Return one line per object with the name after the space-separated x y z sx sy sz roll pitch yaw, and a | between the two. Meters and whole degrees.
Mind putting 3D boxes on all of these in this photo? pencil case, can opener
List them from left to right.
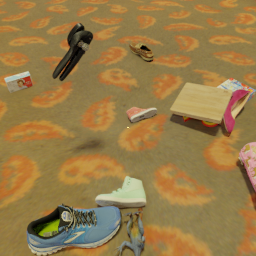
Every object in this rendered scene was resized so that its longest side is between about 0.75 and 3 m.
-1.602 -2.085 8.109 0.578 1.823 0.717 14 34 -36 | can opener
4.572 1.644 9.354 1.011 1.056 2.441 27 38 -28 | pencil case

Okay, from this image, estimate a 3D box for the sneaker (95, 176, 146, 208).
-0.260 2.077 9.187 1.635 0.602 0.964 3 50 -11 | sneaker

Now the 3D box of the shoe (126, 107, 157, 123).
0.582 -0.706 12.031 1.273 0.455 0.579 -21 54 -15 | shoe

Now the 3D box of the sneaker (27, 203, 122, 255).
-1.519 2.812 8.037 2.787 1.242 1.095 -12 47 -12 | sneaker

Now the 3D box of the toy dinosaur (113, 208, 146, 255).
0.366 3.188 8.059 1.664 0.873 1.510 -1 74 -55 | toy dinosaur

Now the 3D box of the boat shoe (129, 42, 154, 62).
0.782 -4.367 15.463 0.699 0.682 1.848 -30 53 -26 | boat shoe

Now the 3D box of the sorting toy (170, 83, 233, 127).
3.131 -0.926 11.931 2.060 0.717 2.047 15 48 25 | sorting toy

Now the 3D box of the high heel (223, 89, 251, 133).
4.546 -0.730 11.596 1.069 0.751 2.229 -7 42 28 | high heel

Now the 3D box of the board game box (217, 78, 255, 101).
4.919 -1.632 12.985 1.382 0.386 1.353 -33 53 -28 | board game box

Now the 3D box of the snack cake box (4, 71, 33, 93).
-5.187 -2.194 13.351 1.138 0.654 0.382 -22 50 -20 | snack cake box
